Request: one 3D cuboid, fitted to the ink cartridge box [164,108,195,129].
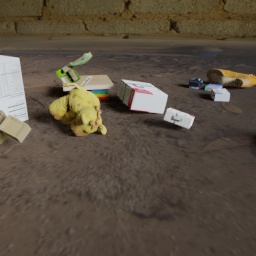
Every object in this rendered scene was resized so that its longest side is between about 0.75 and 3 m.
[{"bbox_3d":[1.872,-0.365,10.232,0.970,0.402,0.712,21,16,17],"label":"ink cartridge box"}]

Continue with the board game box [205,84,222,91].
[{"bbox_3d":[4.815,-2.269,15.758,0.715,0.212,0.941,12,25,28],"label":"board game box"}]

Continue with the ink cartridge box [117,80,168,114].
[{"bbox_3d":[0.579,-1.441,12.458,1.527,0.877,2.103,5,21,-21],"label":"ink cartridge box"}]

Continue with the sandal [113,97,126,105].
[{"bbox_3d":[-0.249,-1.274,13.359,0.430,0.242,1.132,-6,17,-39],"label":"sandal"}]

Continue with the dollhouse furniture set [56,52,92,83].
[{"bbox_3d":[-1.954,-2.301,11.025,1.439,0.722,0.943,-27,15,15],"label":"dollhouse furniture set"}]

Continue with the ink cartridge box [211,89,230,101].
[{"bbox_3d":[4.593,-1.662,13.998,0.715,0.419,0.990,1,21,5],"label":"ink cartridge box"}]

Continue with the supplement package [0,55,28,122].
[{"bbox_3d":[-5.443,-1.460,10.798,2.362,2.470,1.817,16,27,35],"label":"supplement package"}]

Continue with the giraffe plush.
[{"bbox_3d":[-1.534,-0.460,9.800,1.846,2.139,1.734,-3,53,-38],"label":"giraffe plush"}]

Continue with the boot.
[{"bbox_3d":[6.259,-2.917,16.648,1.918,0.943,2.679,-10,28,-37],"label":"boot"}]

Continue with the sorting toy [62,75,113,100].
[{"bbox_3d":[-2.114,-2.062,14.420,2.400,0.835,2.386,-5,22,-11],"label":"sorting toy"}]

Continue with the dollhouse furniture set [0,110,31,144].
[{"bbox_3d":[-4.469,0.458,8.617,2.315,1.287,2.047,27,67,8],"label":"dollhouse furniture set"}]

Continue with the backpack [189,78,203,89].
[{"bbox_3d":[3.915,-2.580,16.107,0.706,0.521,0.774,10,25,23],"label":"backpack"}]
